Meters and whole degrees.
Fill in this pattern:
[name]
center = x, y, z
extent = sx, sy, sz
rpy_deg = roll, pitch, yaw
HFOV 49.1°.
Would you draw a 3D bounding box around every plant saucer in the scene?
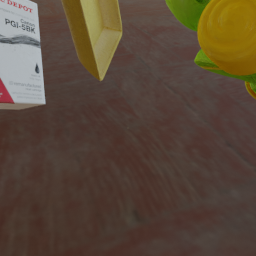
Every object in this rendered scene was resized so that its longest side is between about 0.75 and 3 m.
[plant saucer]
center = -0.870, -2.933, 6.832
extent = 0.639, 2.639, 2.639
rpy_deg = 2, 45, 14

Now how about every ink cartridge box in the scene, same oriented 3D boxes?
[ink cartridge box]
center = -1.345, -0.783, 2.835
extent = 0.472, 1.139, 0.836
rpy_deg = -6, -1, 34

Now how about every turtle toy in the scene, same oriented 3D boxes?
[turtle toy]
center = 1.077, -0.686, 1.698
extent = 2.042, 1.032, 1.488
rpy_deg = 23, 8, 34
